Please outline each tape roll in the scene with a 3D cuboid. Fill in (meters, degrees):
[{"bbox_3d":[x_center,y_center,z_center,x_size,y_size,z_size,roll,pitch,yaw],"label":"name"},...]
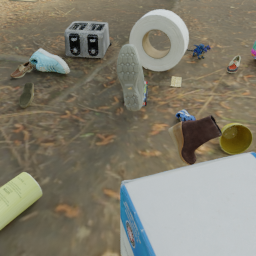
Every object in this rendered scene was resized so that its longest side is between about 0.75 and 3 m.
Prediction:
[{"bbox_3d":[1.286,-3.624,11.737,2.397,2.397,0.838,13,40,17],"label":"tape roll"}]

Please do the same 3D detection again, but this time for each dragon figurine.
[{"bbox_3d":[3.333,-3.718,13.197,0.440,0.744,1.496,-15,39,-19],"label":"dragon figurine"}]

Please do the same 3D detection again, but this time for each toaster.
[{"bbox_3d":[-1.881,-4.298,13.555,1.889,1.240,2.089,5,37,5],"label":"toaster"}]

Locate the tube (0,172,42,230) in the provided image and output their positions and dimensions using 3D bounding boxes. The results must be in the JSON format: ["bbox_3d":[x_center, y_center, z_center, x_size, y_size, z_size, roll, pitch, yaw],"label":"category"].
[{"bbox_3d":[-3.093,2.013,5.726,2.820,0.732,0.818,-39,11,-35],"label":"tube"}]

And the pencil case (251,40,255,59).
[{"bbox_3d":[6.344,-3.012,12.011,1.152,1.152,2.606,-6,36,-8],"label":"pencil case"}]

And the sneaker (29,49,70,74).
[{"bbox_3d":[-3.372,-2.635,11.916,2.146,0.793,0.879,29,67,33],"label":"sneaker"}]

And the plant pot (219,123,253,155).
[{"bbox_3d":[2.991,0.220,8.011,0.897,0.897,0.637,2,19,2],"label":"plant pot"}]

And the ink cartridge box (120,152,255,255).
[{"bbox_3d":[1.123,2.162,3.728,2.023,2.798,2.060,-11,39,-16],"label":"ink cartridge box"}]

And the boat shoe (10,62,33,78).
[{"bbox_3d":[-4.512,-2.464,11.810,0.441,0.418,1.165,15,40,19],"label":"boat shoe"}]

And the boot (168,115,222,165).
[{"bbox_3d":[1.686,0.335,6.631,1.101,1.323,0.479,-17,34,29],"label":"boot"}]

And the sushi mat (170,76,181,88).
[{"bbox_3d":[1.946,-1.867,11.331,0.410,0.052,0.857,7,38,8],"label":"sushi mat"}]

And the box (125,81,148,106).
[{"bbox_3d":[0.334,-1.313,10.427,0.795,0.251,1.445,4,37,5],"label":"box"}]

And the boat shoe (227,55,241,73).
[{"bbox_3d":[4.665,-2.785,12.265,0.443,0.389,1.244,22,44,24],"label":"boat shoe"}]

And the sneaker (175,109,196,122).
[{"bbox_3d":[1.879,-0.280,9.026,0.369,0.332,0.897,-16,32,-19],"label":"sneaker"}]

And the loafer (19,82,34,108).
[{"bbox_3d":[-3.600,-1.135,10.110,0.445,0.395,1.171,2,53,1],"label":"loafer"}]

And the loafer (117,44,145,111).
[{"bbox_3d":[0.118,-1.515,8.368,0.735,2.103,0.734,5,38,13],"label":"loafer"}]
